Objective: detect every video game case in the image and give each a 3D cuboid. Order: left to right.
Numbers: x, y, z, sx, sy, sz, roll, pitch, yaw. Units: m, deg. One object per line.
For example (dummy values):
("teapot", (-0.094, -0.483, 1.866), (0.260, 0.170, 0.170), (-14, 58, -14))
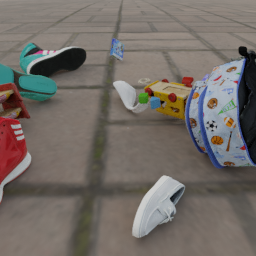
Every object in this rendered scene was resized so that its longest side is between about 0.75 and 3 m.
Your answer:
("video game case", (-0.455, -3.361, 12.065), (0.171, 0.753, 0.682), (1, -9, 36))

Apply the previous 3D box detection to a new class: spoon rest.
("spoon rest", (0.040, -0.912, 8.206), (0.842, 0.514, 1.695), (30, 12, -34))

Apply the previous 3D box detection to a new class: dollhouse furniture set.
("dollhouse furniture set", (-3.899, -0.341, 7.087), (2.438, 0.992, 1.312), (-4, 25, 29))

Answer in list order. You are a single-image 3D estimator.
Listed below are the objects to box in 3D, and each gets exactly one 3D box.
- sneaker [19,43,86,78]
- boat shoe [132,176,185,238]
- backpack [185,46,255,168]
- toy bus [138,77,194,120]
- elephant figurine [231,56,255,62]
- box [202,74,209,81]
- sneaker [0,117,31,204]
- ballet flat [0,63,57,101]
("sneaker", (-3.097, -2.752, 11.014), (1.625, 1.125, 2.691), (32, 43, 29))
("boat shoe", (0.540, 1.274, 4.508), (0.478, 0.502, 1.394), (14, 23, 25))
("backpack", (2.064, -0.216, 5.665), (1.613, 2.094, 1.995), (-19, 25, 33))
("toy bus", (1.065, -0.739, 7.398), (1.508, 0.826, 1.598), (-6, 29, 5))
("elephant figurine", (4.230, -2.426, 10.620), (1.165, 0.904, 0.825), (1, 51, -14))
("box", (3.367, -1.006, 8.388), (2.433, 0.588, 1.427), (15, 33, 21))
("sneaker", (-2.535, 0.591, 4.738), (0.921, 1.357, 2.350), (3, 30, 6))
("ballet flat", (-3.320, -1.236, 8.009), (2.501, 0.880, 0.842), (11, 64, -36))
